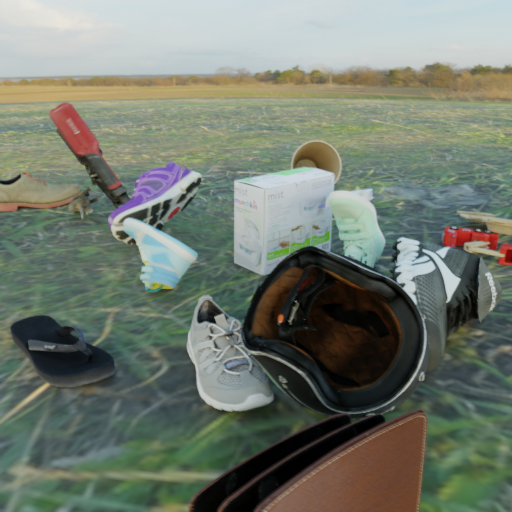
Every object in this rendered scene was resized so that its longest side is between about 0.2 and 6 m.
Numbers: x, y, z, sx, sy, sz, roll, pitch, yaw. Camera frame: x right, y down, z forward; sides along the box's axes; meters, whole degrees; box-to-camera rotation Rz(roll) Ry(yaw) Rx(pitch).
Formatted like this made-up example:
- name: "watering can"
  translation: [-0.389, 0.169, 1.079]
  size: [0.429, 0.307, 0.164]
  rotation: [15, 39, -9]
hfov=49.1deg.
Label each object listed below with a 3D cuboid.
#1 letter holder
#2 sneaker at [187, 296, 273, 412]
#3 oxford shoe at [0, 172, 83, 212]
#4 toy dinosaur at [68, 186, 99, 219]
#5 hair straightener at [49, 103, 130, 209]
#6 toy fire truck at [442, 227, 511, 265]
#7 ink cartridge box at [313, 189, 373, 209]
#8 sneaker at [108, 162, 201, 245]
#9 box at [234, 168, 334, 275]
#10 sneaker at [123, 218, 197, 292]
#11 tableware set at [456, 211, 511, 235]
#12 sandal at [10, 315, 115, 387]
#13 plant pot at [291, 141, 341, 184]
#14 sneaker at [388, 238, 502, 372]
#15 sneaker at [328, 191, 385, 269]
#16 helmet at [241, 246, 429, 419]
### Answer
- name: "letter holder"
  translation: [0.446, 1.871, 4.592]
  size: [1.835, 1.304, 0.923]
  rotation: [-16, 25, -35]
- name: "sneaker"
  translation: [-0.450, 1.192, 7.061]
  size: [0.787, 0.863, 2.105]
  rotation: [-9, 22, -24]
- name: "oxford shoe"
  translation: [-5.930, -1.787, 15.015]
  size: [2.511, 0.939, 0.885]
  rotation: [-11, 23, -27]
- name: "toy dinosaur"
  translation: [-4.450, -1.323, 14.101]
  size: [0.738, 0.556, 1.444]
  rotation: [-39, 24, -30]
- name: "hair straightener"
  translation: [-3.821, -2.173, 14.001]
  size: [0.745, 1.402, 3.643]
  rotation: [-39, 75, -18]
- name: "toy fire truck"
  translation: [4.610, -0.228, 11.617]
  size: [1.523, 0.371, 1.074]
  rotation: [9, 22, 22]
- name: "ink cartridge box"
  translation: [1.613, -1.061, 10.311]
  size: [1.011, 0.219, 0.992]
  rotation: [-5, 8, 16]
- name: "sneaker"
  translation: [-2.403, -1.253, 12.531]
  size: [1.179, 1.139, 2.826]
  rotation: [32, 39, 10]
- name: "box"
  translation: [0.576, -0.738, 11.056]
  size: [1.945, 1.716, 0.940]
  rotation: [-18, 27, -38]
- name: "sneaker"
  translation: [-1.904, 0.026, 9.838]
  size: [1.575, 1.028, 0.626]
  rotation: [27, -4, 25]
- name: "tableware set"
  translation: [5.961, -0.706, 12.439]
  size: [2.396, 0.333, 2.868]
  rotation: [7, 14, 2]
- name: "sandal"
  translation: [-2.747, 1.198, 7.621]
  size: [2.172, 0.465, 0.826]
  rotation: [17, 26, 39]
- name: "plant pot"
  translation: [1.657, -2.645, 16.951]
  size: [1.479, 1.479, 1.579]
  rotation: [-2, 4, -6]
- name: "sneaker"
  translation: [2.789, 0.570, 8.246]
  size: [1.652, 1.213, 3.651]
  rotation: [2, 18, 14]
- name: "sneaker"
  translation: [1.705, -0.256, 9.667]
  size: [0.674, 1.830, 1.080]
  rotation: [-2, 55, 36]
- name: "helmet"
  translation: [0.953, 0.934, 6.379]
  size: [1.832, 1.921, 1.921]
  rotation: [34, 13, -17]
